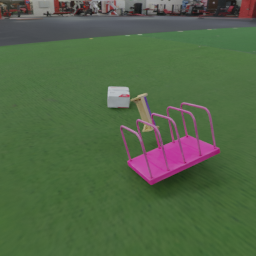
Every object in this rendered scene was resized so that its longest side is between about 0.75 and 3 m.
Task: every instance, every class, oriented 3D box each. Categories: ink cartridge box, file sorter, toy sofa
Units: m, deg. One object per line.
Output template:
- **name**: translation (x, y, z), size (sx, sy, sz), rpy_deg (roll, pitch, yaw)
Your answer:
- **ink cartridge box**: translation (-0.309, -1.001, 9.005), size (0.685, 0.393, 0.943), rpy_deg (2, 26, -4)
- **file sorter**: translation (0.764, 0.194, 5.433), size (1.533, 0.961, 1.065), rpy_deg (-21, 19, -17)
- **toy sofa**: translation (0.448, -0.370, 6.607), size (0.428, 0.877, 0.363), rpy_deg (-23, 8, -28)
